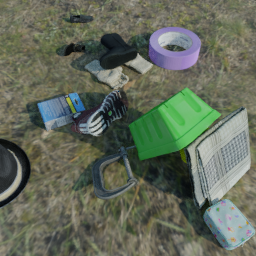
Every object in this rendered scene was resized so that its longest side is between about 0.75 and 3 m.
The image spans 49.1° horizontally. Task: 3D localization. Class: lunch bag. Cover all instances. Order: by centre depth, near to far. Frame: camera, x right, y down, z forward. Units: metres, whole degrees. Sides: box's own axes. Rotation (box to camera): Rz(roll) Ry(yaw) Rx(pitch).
[{"bbox_3d":[3.059,2.910,8.469,1.085,0.521,1.353,-22,55,-20],"label":"lunch bag"}]

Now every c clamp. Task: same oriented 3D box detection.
[{"bbox_3d":[-0.277,1.373,9.372,2.008,0.318,2.351,-15,33,3],"label":"c clamp"}]

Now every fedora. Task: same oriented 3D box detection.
[{"bbox_3d":[-4.778,1.234,9.255,2.997,1.369,2.997,0,52,0],"label":"fedora"}]

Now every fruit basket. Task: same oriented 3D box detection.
[{"bbox_3d":[1.816,0.430,9.298,2.257,3.129,3.129,-36,60,-25],"label":"fruit basket"}]

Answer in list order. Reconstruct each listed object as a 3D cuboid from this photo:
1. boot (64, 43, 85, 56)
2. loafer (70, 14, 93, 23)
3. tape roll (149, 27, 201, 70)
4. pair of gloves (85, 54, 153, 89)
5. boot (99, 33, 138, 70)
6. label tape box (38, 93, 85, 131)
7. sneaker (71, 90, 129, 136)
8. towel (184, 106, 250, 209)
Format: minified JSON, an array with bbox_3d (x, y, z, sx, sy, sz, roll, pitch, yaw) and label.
[{"bbox_3d":[-2.659,-3.881,13.942,0.782,0.394,1.046,17,53,13],"label":"boot"},{"bbox_3d":[-2.604,-6.177,15.724,1.312,0.461,0.445,-4,52,-3],"label":"loafer"},{"bbox_3d":[2.258,-3.928,13.725,2.440,0.800,2.440,0,52,0],"label":"tape roll"},{"bbox_3d":[-0.442,-2.962,13.180,2.617,0.459,2.225,-35,59,-23],"label":"pair of gloves"},{"bbox_3d":[-0.814,-3.609,12.996,2.072,0.791,1.741,-27,56,-27],"label":"boot"},{"bbox_3d":[-2.662,-0.698,11.325,1.647,0.544,1.180,-19,52,-17],"label":"label tape box"},{"bbox_3d":[-1.213,-0.641,10.823,1.659,1.087,2.872,-4,24,30],"label":"sneaker"},{"bbox_3d":[2.956,1.005,8.771,2.708,2.607,0.468,-32,35,-22],"label":"towel"}]
